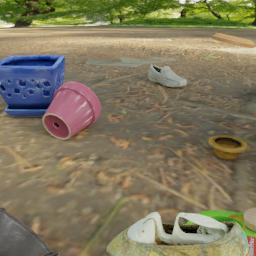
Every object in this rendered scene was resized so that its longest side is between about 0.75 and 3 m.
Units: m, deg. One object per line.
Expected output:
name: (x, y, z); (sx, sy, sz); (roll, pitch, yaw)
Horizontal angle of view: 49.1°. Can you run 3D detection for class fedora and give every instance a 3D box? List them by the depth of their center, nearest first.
fedora: (2.352, 0.487, 6.668); (0.923, 0.376, 0.923); (-2, 23, 1)

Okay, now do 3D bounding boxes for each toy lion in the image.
toy lion: (1.082, 1.729, 3.835); (1.682, 0.603, 1.755); (3, 23, 26)

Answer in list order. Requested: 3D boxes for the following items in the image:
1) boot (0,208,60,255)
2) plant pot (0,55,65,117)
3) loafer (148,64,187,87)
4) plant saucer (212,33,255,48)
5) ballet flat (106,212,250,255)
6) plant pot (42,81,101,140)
boot: (-2.510, 1.739, 3.418); (2.668, 0.924, 2.323); (20, 29, 19)
plant pot: (-3.053, -1.374, 9.170); (1.901, 1.710, 1.902); (-1, 24, -1)
loafer: (1.681, -2.322, 12.391); (0.782, 0.780, 2.236); (-18, 30, -34)
plant saucer: (3.145, -2.628, 8.362); (1.262, 0.204, 1.262); (11, 23, -5)
ballet flat: (0.548, 1.379, 3.587); (1.850, 0.654, 0.654); (-5, 21, 25)
plant pot: (-1.611, -0.385, 7.650); (1.367, 1.367, 1.223); (10, 43, 22)
